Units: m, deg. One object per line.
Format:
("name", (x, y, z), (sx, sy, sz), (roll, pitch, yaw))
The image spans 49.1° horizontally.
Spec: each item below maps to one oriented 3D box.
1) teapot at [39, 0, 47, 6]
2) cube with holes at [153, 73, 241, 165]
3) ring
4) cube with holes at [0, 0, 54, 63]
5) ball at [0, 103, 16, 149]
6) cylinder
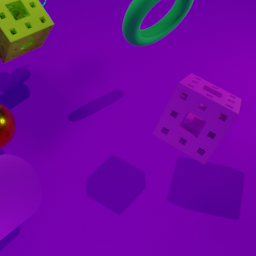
("teapot", (-2.035, -3.576, 6.977), (0.701, 0.552, 1.128), (8, 80, 45))
("cube with holes", (1.250, -0.210, 5.016), (1.036, 1.036, 1.036), (31, 28, 12))
("ring", (0.687, -2.555, 6.186), (1.865, 1.865, 0.373), (-31, 75, -17))
("cube with holes", (-2.833, -2.595, 6.951), (1.211, 1.211, 1.211), (-39, 99, -32))
("ball", (-3.157, -0.040, 6.346), (1.164, 1.164, 1.164), (0, 59, 0))
("cylinder", (-2.384, 1.252, 4.786), (1.302, 1.302, 1.302), (22, 18, 13))
